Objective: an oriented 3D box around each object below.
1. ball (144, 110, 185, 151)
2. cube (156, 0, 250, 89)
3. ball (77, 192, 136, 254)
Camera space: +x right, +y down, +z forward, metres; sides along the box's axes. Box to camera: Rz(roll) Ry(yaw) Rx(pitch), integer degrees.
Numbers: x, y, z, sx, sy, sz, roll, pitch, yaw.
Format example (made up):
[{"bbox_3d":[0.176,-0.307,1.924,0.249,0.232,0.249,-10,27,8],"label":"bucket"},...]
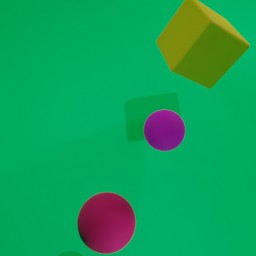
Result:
[{"bbox_3d":[0.655,0.043,5.047,0.748,0.748,0.748,0,63,0],"label":"ball"},{"bbox_3d":[1.789,-2.096,6.969,1.399,1.399,1.399,17,39,-30],"label":"cube"},{"bbox_3d":[-0.360,1.589,4.736,0.984,0.984,0.984,0,63,0],"label":"ball"}]
